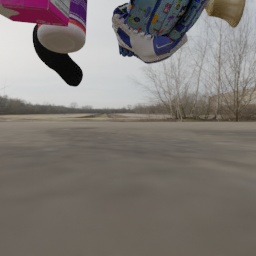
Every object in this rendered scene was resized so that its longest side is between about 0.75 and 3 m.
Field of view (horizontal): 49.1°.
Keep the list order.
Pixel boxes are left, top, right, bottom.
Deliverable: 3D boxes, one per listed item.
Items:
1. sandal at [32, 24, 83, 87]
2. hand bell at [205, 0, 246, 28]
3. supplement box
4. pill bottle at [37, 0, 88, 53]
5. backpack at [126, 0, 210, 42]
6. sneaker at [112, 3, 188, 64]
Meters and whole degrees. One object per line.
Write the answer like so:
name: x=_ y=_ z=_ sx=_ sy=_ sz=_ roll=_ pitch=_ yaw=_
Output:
sandal: x=-2.678 y=-2.535 z=10.270 sx=0.699 sy=1.097 sz=2.919 roll=16 pitch=-23 yaw=29
hand bell: x=2.081 y=-3.842 z=8.645 sx=2.615 sy=1.362 sz=1.362 roll=2 pitch=2 yaw=2
supplement box: x=-1.505 y=-2.836 z=4.397 sx=1.082 sy=2.137 sz=1.105 roll=8 pitch=6 yaw=4
pill bottle: x=-1.753 y=-3.314 z=7.709 sx=1.271 sy=2.260 sz=1.271 roll=0 pitch=-16 yaw=0
backpack: x=0.942 y=-2.900 z=6.262 sx=1.429 sy=1.939 sz=2.124 roll=36 pitch=36 yaw=4
sneaker: x=0.316 y=-3.086 z=8.839 sx=1.171 sy=1.673 sz=2.897 roll=-45 pitch=38 yaw=-17
